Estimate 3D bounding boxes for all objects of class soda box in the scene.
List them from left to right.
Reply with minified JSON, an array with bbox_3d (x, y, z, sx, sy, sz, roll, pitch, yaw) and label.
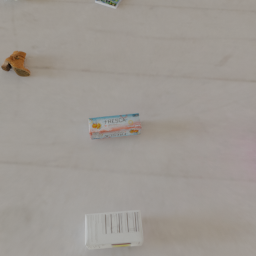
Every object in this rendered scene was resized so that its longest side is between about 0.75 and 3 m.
[{"bbox_3d":[-0.320,-0.038,6.825,1.246,0.396,0.426,-6,62,-4],"label":"soda box"}]

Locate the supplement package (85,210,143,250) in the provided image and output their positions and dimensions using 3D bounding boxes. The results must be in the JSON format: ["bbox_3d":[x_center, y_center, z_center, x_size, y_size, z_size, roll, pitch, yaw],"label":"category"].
[{"bbox_3d":[-0.271,2.033,5.579,1.086,0.618,0.595,-4,61,-2],"label":"supplement package"}]

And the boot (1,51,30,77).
[{"bbox_3d":[-3.014,-1.823,7.869,0.894,0.343,0.694,14,58,15],"label":"boot"}]

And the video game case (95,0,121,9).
[{"bbox_3d":[-0.601,-4.297,9.303,0.754,0.083,0.687,22,64,10],"label":"video game case"}]
